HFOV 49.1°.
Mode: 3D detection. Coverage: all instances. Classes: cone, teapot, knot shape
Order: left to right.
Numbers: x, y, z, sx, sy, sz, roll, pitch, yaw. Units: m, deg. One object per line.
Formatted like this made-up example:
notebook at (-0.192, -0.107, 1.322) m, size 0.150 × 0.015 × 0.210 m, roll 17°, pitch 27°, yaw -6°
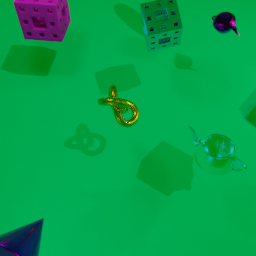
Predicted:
cone at (-1.382, 1.525, 3.778) m, size 0.863 × 0.863 × 0.866 m, roll 20°, pitch 31°, yaw 9°
knot shape at (-0.268, -0.560, 6.703) m, size 0.534 × 1.081 × 1.156 m, roll -43°, pitch 72°, yaw 13°
teapot at (2.106, 0.539, 6.771) m, size 1.661 × 0.813 × 1.033 m, roll 36°, pitch 60°, yaw 26°
teapot at (2.902, -3.087, 8.351) m, size 0.654 × 0.515 × 1.051 m, roll -45°, pitch 60°, yaw 1°

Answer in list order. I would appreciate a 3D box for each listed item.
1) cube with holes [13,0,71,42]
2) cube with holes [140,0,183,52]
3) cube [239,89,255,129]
cube with holes at (-2.408, -3.338, 8.094) m, size 1.132 × 1.132 × 1.132 m, roll 5°, pitch 52°, yaw 2°
cube with holes at (0.883, -2.748, 7.495) m, size 0.917 × 0.917 × 0.917 m, roll -12°, pitch 79°, yaw 4°
cube at (2.880, -0.367, 5.253) m, size 1.031 × 1.031 × 1.031 m, roll 36°, pitch 112°, yaw 5°
